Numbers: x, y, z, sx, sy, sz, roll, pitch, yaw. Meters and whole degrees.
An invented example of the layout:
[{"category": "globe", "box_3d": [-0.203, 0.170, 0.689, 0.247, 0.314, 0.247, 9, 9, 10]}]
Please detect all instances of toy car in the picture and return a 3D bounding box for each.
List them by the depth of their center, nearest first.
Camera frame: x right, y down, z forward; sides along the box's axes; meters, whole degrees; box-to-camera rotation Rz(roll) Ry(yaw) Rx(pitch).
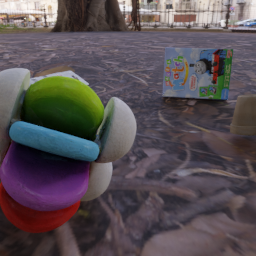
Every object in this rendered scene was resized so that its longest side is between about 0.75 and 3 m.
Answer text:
[{"category": "toy car", "box_3d": [-1.237, 0.513, 4.412, 2.308, 2.637, 1.978, 18, 40, -14]}]

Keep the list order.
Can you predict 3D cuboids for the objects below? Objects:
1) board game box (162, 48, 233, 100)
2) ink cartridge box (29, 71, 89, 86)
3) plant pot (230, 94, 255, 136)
[{"category": "board game box", "box_3d": [2.767, -2.200, 11.346, 2.620, 1.982, 0.479, 4, 12, 11]}, {"category": "ink cartridge box", "box_3d": [-2.761, -1.386, 10.538, 2.269, 0.770, 1.316, -24, 50, -40]}, {"category": "plant pot", "box_3d": [3.383, -0.394, 7.624, 1.165, 1.011, 1.165, -5, 10, 1]}]
